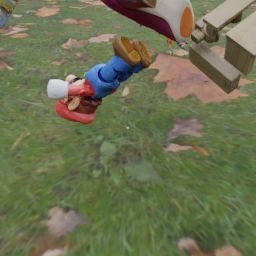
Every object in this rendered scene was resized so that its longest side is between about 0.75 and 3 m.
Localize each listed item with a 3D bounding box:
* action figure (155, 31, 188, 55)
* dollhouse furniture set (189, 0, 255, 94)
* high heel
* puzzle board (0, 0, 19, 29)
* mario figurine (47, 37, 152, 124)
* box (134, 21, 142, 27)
[{"bbox_3d":[1.704,-3.379,9.647,1.340,1.296,0.701,-30,28,6],"label":"action figure"},{"bbox_3d":[2.341,-1.853,5.789,1.423,1.746,1.660,-37,64,-4],"label":"dollhouse furniture set"},{"bbox_3d":[0.388,-2.229,5.345,1.169,0.821,2.438,22,17,32],"label":"high heel"},{"bbox_3d":[-3.063,-3.012,6.194,0.136,1.175,1.560,35,6,19],"label":"puzzle board"},{"bbox_3d":[-0.780,-1.085,5.939,1.492,2.417,1.281,30,38,-38],"label":"mario figurine"},{"bbox_3d":[0.617,-3.439,6.952,0.742,0.947,1.523,45,86,-1],"label":"box"}]
